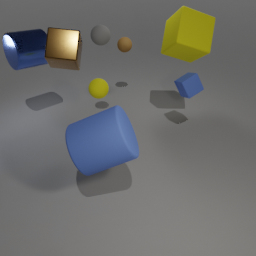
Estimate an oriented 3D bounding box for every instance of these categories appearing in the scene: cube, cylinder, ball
[{"bbox_3d":[-1.444,-1.777,6.369,0.700,0.700,0.700,5,-6,-4],"label":"cube"},{"bbox_3d":[-0.615,0.320,7.041,1.400,1.400,1.400,-21,30,11],"label":"cylinder"},{"bbox_3d":[-1.016,-1.362,9.668,0.700,0.700,0.700,0,32,0],"label":"ball"},{"bbox_3d":[-3.940,-3.093,11.008,1.400,1.400,1.400,-24,39,-36],"label":"cylinder"},{"bbox_3d":[2.312,-1.627,10.644,0.700,0.700,0.700,-33,20,-7],"label":"cube"},{"bbox_3d":[-0.968,-3.273,9.880,0.700,0.700,0.700,0,32,0],"label":"ball"},{"bbox_3d":[2.253,-3.493,10.658,1.400,1.400,1.400,12,-6,-17],"label":"cube"},{"bbox_3d":[-0.156,-3.918,13.183,0.700,0.700,0.700,0,32,0],"label":"ball"}]
